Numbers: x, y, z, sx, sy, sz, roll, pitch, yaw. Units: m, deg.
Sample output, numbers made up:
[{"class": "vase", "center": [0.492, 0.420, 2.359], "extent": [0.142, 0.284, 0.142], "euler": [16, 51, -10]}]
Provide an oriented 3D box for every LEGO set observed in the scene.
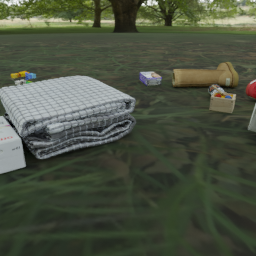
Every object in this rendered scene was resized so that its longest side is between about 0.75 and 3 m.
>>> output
[{"class": "LEGO set", "center": [-4.383, -1.996, 11.623], "extent": [0.726, 0.675, 1.770], "euler": [-18, 27, -37]}]

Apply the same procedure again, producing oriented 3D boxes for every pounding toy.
[{"class": "pounding toy", "center": [3.051, -0.959, 9.133], "extent": [0.821, 0.634, 0.892], "euler": [10, 25, 23]}]

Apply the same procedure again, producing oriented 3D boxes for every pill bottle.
[{"class": "pill bottle", "center": [3.246, -1.362, 10.369], "extent": [0.447, 0.447, 0.841], "euler": [1, 22, 2]}]

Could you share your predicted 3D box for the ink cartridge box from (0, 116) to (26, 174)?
[{"class": "ink cartridge box", "center": [-2.949, 0.379, 5.814], "extent": [1.153, 0.675, 1.595], "euler": [-15, 25, -31]}]

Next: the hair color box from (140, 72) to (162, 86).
[{"class": "hair color box", "center": [0.995, -2.213, 12.512], "extent": [0.671, 0.398, 1.228], "euler": [-5, 25, -13]}]

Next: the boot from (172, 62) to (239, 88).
[{"class": "boot", "center": [3.259, -2.384, 12.338], "extent": [2.616, 0.865, 2.291], "euler": [1, 22, 4]}]

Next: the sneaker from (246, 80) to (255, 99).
[{"class": "sneaker", "center": [5.259, -1.168, 9.370], "extent": [2.252, 0.882, 1.301], "euler": [0, 21, 4]}]

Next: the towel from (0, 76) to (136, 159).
[{"class": "towel", "center": [-1.514, -0.337, 6.954], "extent": [2.765, 1.183, 2.289], "euler": [-17, 33, -31]}]

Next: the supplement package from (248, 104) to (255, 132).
[{"class": "supplement package", "center": [3.799, -0.354, 6.341], "extent": [1.702, 1.019, 1.032], "euler": [18, 64, 21]}]
